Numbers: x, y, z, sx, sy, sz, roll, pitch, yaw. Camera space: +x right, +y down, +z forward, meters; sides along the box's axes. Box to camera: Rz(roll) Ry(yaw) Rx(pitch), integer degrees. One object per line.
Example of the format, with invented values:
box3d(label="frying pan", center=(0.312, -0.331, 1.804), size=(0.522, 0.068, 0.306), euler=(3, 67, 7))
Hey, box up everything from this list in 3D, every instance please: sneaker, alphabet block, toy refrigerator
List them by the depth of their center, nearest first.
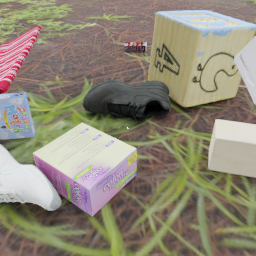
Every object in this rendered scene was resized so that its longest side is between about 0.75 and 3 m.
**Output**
box3d(label="sneaker", center=(-2.662, 1.313, 6.410), size=(2.827, 0.994, 1.133), euler=(19, 49, 33))
box3d(label="toy refrigerator", center=(3.599, 0.608, 7.155), size=(2.842, 1.079, 0.994), euler=(8, 36, 12))
box3d(label="sneaker", center=(-0.003, -0.845, 9.273), size=(2.988, 1.135, 1.356), euler=(-6, 45, -3))
box3d(label="alphabet block", center=(2.501, -2.631, 10.205), size=(2.588, 2.649, 2.602), euler=(-13, 37, -24))

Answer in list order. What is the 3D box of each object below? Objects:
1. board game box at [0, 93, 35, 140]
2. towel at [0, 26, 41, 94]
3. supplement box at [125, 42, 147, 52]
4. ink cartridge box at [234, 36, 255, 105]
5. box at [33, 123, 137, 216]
box3d(label="board game box", center=(-3.791, -0.292, 8.139), size=(1.858, 1.406, 0.340), euler=(-5, 36, -7))
box3d(label="towel", center=(-3.024, -1.547, 6.854), size=(1.564, 0.243, 2.162), euler=(-11, 51, 34))
box3d(label="supplement box", center=(0.401, -4.234, 14.614), size=(1.139, 0.347, 0.620), euler=(0, 35, 2))
box3d(label="ink cartridge box", center=(2.884, -1.044, 5.078), size=(1.532, 0.646, 1.118), euler=(-9, 68, -23))
box3d(label="box", center=(-1.011, 0.901, 6.880), size=(1.882, 0.910, 1.655), euler=(23, 41, 30))
